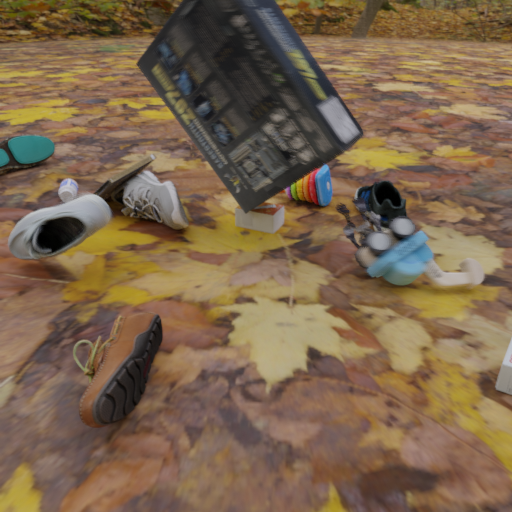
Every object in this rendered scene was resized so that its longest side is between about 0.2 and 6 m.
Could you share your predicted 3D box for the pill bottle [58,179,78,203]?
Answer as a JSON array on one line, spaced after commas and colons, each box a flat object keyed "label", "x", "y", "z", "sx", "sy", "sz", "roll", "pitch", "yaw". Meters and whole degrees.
[{"label": "pill bottle", "x": -4.601, "y": -1.573, "z": 13.697, "sx": 0.419, "sy": 0.419, "sz": 0.748, "roll": -5, "pitch": 28, "yaw": -10}]

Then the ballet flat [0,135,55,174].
[{"label": "ballet flat", "x": -6.986, "y": -2.731, "z": 15.604, "sx": 1.024, "sy": 0.923, "sz": 2.721, "roll": -13, "pitch": 15, "yaw": 42}]

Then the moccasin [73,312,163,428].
[{"label": "moccasin", "x": -1.893, "y": 1.414, "z": 7.444, "sx": 0.877, "sy": 0.831, "sz": 2.273, "roll": 0, "pitch": 28, "yaw": 4}]

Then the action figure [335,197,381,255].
[{"label": "action figure", "x": 2.035, "y": -0.531, "z": 10.625, "sx": 0.770, "sy": 1.295, "sz": 0.661, "roll": -25, "pitch": 33, "yaw": 12}]

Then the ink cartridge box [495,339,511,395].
[{"label": "ink cartridge box", "x": 3.895, "y": 1.593, "z": 7.490, "sx": 1.123, "sy": 0.465, "sz": 0.818, "roll": 16, "pitch": 31, "yaw": 28}]

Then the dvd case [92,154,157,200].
[{"label": "dvd case", "x": -3.298, "y": -1.688, "z": 13.234, "sx": 1.464, "sy": 0.157, "sz": 1.968, "roll": -34, "pitch": 10, "yaw": 33}]

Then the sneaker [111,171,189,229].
[{"label": "sneaker", "x": -2.368, "y": -1.071, "z": 12.403, "sx": 1.131, "sy": 1.031, "sz": 2.758, "roll": -28, "pitch": 28, "yaw": -20}]

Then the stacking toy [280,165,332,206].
[{"label": "stacking toy", "x": 1.021, "y": -1.658, "z": 13.617, "sx": 1.554, "sy": 0.853, "sz": 0.902, "roll": 0, "pitch": 27, "yaw": 24}]

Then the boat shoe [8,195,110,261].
[{"label": "boat shoe", "x": -3.695, "y": -0.398, "z": 9.938, "sx": 2.409, "sy": 0.840, "sz": 0.858, "roll": -19, "pitch": 19, "yaw": 27}]

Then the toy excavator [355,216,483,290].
[{"label": "toy excavator", "x": 2.861, "y": 0.148, "z": 9.824, "sx": 1.671, "sy": 0.858, "sz": 1.718, "roll": -31, "pitch": 77, "yaw": -17}]

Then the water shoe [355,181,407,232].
[{"label": "water shoe", "x": 2.858, "y": -1.262, "z": 12.462, "sx": 0.894, "sy": 0.986, "sz": 2.500, "roll": -3, "pitch": 27, "yaw": -6}]

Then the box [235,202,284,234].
[{"label": "box", "x": 0.076, "y": -0.875, "z": 12.281, "sx": 0.934, "sy": 0.455, "sz": 0.581, "roll": 13, "pitch": 32, "yaw": 23}]

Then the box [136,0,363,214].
[{"label": "box", "x": -0.241, "y": -3.065, "z": 10.792, "sx": 3.067, "sy": 3.889, "sz": 0.992, "roll": -29, "pitch": 10, "yaw": 49}]
